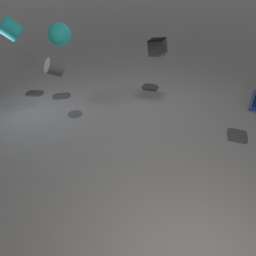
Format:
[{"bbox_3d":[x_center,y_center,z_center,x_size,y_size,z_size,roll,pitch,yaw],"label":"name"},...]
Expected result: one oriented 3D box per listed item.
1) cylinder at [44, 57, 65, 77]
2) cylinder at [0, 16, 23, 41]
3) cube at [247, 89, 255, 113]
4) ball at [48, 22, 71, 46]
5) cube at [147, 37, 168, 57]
[{"bbox_3d":[-3.216,-2.659,12.240,0.700,0.700,0.700,8,22,-35],"label":"cylinder"},{"bbox_3d":[-4.561,-3.848,10.853,0.700,0.700,0.700,31,13,-35],"label":"cylinder"},{"bbox_3d":[4.343,-0.834,8.975,0.700,0.700,0.700,16,0,12],"label":"cube"},{"bbox_3d":[-2.108,-2.874,8.607,0.700,0.700,0.700,0,31,0],"label":"ball"},{"bbox_3d":[1.324,-3.635,12.551,0.700,0.700,0.700,5,31,24],"label":"cube"}]
